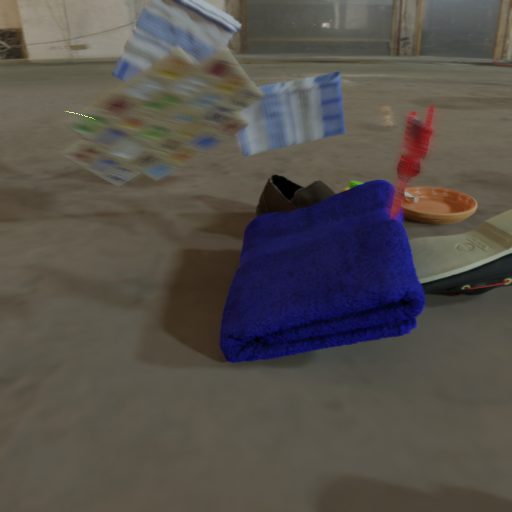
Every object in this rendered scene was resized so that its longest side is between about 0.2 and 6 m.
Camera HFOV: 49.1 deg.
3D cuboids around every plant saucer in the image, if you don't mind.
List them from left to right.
[{"bbox_3d":[3.942,-1.117,12.559,1.870,0.350,1.870,-1,26,0],"label":"plant saucer"}]

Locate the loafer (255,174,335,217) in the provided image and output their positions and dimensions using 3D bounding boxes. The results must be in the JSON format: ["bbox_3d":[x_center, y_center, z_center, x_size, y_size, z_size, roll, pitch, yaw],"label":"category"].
[{"bbox_3d":[1.186,-0.934,11.253,3.106,1.108,1.134,20,32,36],"label":"loafer"}]

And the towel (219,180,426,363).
[{"bbox_3d":[1.013,0.169,8.695,2.825,0.948,3.825,-17,24,15],"label":"towel"}]

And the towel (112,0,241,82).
[{"bbox_3d":[-1.417,-3.565,9.677,1.514,2.061,0.245,20,46,-28],"label":"towel"}]

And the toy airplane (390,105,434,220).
[{"bbox_3d":[2.178,-1.429,7.774,0.322,1.753,1.753,11,27,10],"label":"toy airplane"}]

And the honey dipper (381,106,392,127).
[{"bbox_3d":[2.825,-2.970,12.039,0.188,0.188,0.991,2,35,5],"label":"honey dipper"}]

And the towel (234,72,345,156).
[{"bbox_3d":[0.595,-2.710,10.941,2.243,1.647,0.267,-11,57,5],"label":"towel"}]

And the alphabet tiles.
[{"bbox_3d":[-1.363,-1.980,8.433,2.846,0.090,2.368,-29,-21,13],"label":"alphabet tiles"}]

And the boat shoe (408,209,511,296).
[{"bbox_3d":[3.279,0.188,8.943,3.401,1.066,1.244,-17,29,-1],"label":"boat shoe"}]

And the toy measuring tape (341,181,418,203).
[{"bbox_3d":[2.696,-1.154,12.451,2.217,0.816,0.816,4,19,-35],"label":"toy measuring tape"}]
